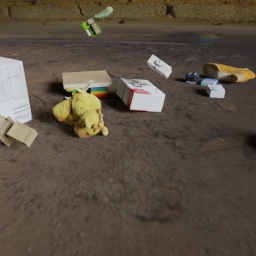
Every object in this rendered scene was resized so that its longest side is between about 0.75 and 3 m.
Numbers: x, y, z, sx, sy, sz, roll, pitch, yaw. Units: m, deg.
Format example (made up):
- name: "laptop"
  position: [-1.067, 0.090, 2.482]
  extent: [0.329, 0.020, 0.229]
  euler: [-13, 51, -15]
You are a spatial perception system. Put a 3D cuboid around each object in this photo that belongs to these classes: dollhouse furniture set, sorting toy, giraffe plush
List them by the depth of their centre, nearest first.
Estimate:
- name: "dollhouse furniture set"
  position: [-4.435, 0.614, 9.139]
  extent: [2.315, 1.287, 2.047]
  euler: [27, 70, 6]
- name: "giraffe plush"
  position: [-1.526, -0.402, 10.306]
  extent: [1.846, 2.139, 1.734]
  euler: [-6, 58, -38]
- name: "dollhouse furniture set"
  position: [-1.204, -4.697, 12.461]
  extent: [1.439, 0.722, 0.943]
  euler: [-27, 19, 16]
- name: "sorting toy"
  position: [-2.191, -2.296, 14.802]
  extent: [2.400, 0.835, 2.386]
  euler: [-6, 26, -12]

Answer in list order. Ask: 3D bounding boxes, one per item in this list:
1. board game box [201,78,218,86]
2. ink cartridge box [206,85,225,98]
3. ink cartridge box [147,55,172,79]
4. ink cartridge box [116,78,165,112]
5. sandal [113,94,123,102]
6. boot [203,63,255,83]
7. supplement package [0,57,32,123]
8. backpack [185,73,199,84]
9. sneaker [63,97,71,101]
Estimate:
- name: "board game box"
  position: [4.714, -2.643, 16.233]
  extent: [0.715, 0.212, 0.941]
  euler: [14, 29, 26]
- name: "ink cartridge box"
  position: [4.525, -1.921, 14.514]
  extent: [0.715, 0.419, 0.990]
  euler: [1, 25, 4]
- name: "ink cartridge box"
  position: [1.337, -2.589, 11.855]
  extent: [0.970, 0.402, 0.712]
  euler: [38, 4, 12]
- name: "ink cartridge box"
  position: [0.523, -1.568, 12.919]
  extent: [1.527, 0.877, 2.103]
  euler: [2, 26, -22]
- name: "sandal"
  position: [-0.303, -1.455, 13.827]
  extent: [0.430, 0.242, 1.132]
  euler: [-9, 21, -38]
- name: "boot"
  position: [6.137, -3.364, 17.087]
  extent: [1.918, 0.943, 2.679]
  euler: [-15, 34, -37]
- name: "supplement package"
  position: [-5.456, -1.434, 11.175]
  extent: [2.362, 2.470, 1.817]
  euler: [17, 31, 33]
- name: "backpack"
  position: [3.806, -2.969, 16.547]
  extent: [0.706, 0.521, 0.774]
  euler: [11, 29, 22]
- name: "sneaker"
  position: [-2.125, -1.153, 12.710]
  extent: [1.010, 0.656, 1.749]
  euler: [-18, 30, -37]
